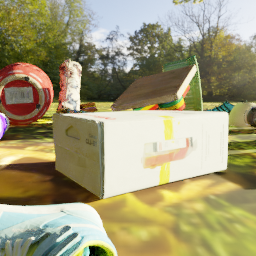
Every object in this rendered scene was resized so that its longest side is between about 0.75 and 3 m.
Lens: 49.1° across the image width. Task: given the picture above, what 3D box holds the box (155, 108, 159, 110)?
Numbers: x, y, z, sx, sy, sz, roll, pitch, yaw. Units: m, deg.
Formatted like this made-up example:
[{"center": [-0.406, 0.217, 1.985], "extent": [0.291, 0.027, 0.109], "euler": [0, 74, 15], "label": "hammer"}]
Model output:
[{"center": [2.150, -1.270, 14.195], "extent": [2.229, 1.309, 2.193], "euler": [3, 7, 29], "label": "box"}]

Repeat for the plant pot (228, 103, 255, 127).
[{"center": [3.996, -0.473, 9.543], "extent": [1.145, 0.769, 1.145], "euler": [0, 6, 0], "label": "plant pot"}]

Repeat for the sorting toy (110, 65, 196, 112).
[{"center": [0.841, -0.926, 8.008], "extent": [1.994, 0.694, 1.982], "euler": [-8, 27, 32], "label": "sorting toy"}]

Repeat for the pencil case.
[{"center": [-2.423, -1.585, 11.508], "extent": [0.927, 2.384, 1.066], "euler": [-1, -20, -3], "label": "pencil case"}]

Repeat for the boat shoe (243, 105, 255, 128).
[{"center": [4.828, -0.399, 8.035], "extent": [2.726, 0.978, 0.924], "euler": [-2, 6, 1], "label": "boat shoe"}]

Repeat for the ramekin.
[{"center": [2.001, -1.354, 10.430], "extent": [1.205, 2.466, 2.466], "euler": [-7, 5, 11], "label": "ramekin"}]

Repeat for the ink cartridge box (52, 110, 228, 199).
[{"center": [0.140, 0.182, 3.543], "extent": [1.838, 0.767, 1.334], "euler": [-4, 8, -34], "label": "ink cartridge box"}]

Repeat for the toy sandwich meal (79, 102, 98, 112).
[{"center": [-2.519, -0.921, 13.846], "extent": [1.954, 0.669, 1.954], "euler": [-1, 7, 0], "label": "toy sandwich meal"}]

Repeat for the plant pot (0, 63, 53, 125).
[{"center": [-3.783, -1.170, 10.007], "extent": [2.194, 2.194, 1.997], "euler": [-2, 16, -17], "label": "plant pot"}]

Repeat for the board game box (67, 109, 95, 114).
[{"center": [-1.248, -0.431, 9.942], "extent": [1.116, 0.270, 1.476], "euler": [10, 2, 30], "label": "board game box"}]

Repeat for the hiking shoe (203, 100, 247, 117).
[{"center": [4.077, -0.797, 12.104], "extent": [1.932, 0.838, 0.719], "euler": [2, 7, 20], "label": "hiking shoe"}]

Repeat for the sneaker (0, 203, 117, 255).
[{"center": [-0.512, 0.624, 1.337], "extent": [0.988, 0.393, 0.645], "euler": [-4, 6, -25], "label": "sneaker"}]

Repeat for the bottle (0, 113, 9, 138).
[{"center": [-2.928, 0.007, 5.431], "extent": [0.904, 0.707, 2.164], "euler": [0, 6, -3], "label": "bottle"}]
